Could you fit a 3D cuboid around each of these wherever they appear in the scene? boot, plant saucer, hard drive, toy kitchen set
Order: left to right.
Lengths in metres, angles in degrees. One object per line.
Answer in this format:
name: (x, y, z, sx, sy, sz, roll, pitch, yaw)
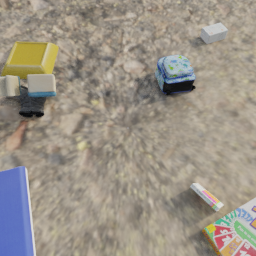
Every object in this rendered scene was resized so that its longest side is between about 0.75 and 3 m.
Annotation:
hard drive: (-3.121, 2.261, 6.496, 1.705, 0.328, 2.584, -14, 56, -9)
toy kitchen set: (-3.288, -0.343, 7.669, 2.629, 1.549, 2.106, -3, 97, -12)
boot: (-3.203, -0.797, 8.544, 1.425, 0.497, 0.938, 1, 60, 6)
plant saucer: (-3.412, -2.442, 9.707, 1.699, 0.412, 1.699, 2, 56, 1)

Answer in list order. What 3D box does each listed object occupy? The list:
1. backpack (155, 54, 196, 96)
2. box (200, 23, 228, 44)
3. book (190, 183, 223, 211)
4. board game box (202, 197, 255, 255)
backpack: (1.490, -1.813, 8.969, 1.135, 0.911, 1.240, -11, 52, -12)
box: (3.206, -3.538, 10.463, 0.824, 0.402, 0.513, -19, 58, -13)
book: (1.904, 1.658, 6.789, 0.808, 0.540, 0.194, 43, 100, 27)
board game box: (2.973, 2.301, 6.510, 2.267, 0.340, 1.083, -22, 59, -18)
